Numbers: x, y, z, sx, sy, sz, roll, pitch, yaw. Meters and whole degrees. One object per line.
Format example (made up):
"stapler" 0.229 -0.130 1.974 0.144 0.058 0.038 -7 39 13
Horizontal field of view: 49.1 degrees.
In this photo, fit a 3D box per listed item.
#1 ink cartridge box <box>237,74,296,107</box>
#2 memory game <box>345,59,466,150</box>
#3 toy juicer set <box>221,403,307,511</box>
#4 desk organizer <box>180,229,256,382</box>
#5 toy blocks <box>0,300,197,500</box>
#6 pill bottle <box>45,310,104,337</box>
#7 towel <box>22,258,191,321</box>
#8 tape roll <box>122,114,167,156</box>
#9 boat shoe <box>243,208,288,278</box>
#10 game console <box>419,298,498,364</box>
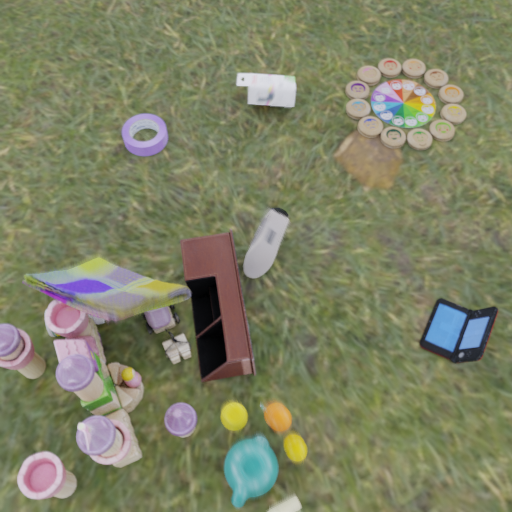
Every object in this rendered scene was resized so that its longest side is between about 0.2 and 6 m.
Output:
"ink cartridge box" 0.220 -3.897 13.134 1.363 0.459 0.798 4 39 -2
"memory game" 3.553 -3.687 13.374 2.918 0.186 2.918 0 61 0
"toy juicer set" 0.158 3.404 9.042 1.352 0.578 2.126 -4 67 -4
"desk organizer" -0.729 0.919 10.465 1.018 0.948 2.644 -10 62 -3
"toy blocks" -2.552 1.866 8.974 3.131 2.636 2.926 -21 63 -11
"pill bottle" -3.397 1.165 10.538 0.991 0.559 0.559 -11 62 -7
"towel" -2.500 0.504 9.464 2.479 0.282 1.780 15 18 34
"tape roll" -2.539 -2.767 12.798 0.992 0.325 0.992 0 61 0
"boat shoe" 0.207 -0.277 11.143 0.556 0.691 1.490 28 100 -5
"game console" 3.764 1.330 10.402 0.688 0.999 1.159 36 65 -11
